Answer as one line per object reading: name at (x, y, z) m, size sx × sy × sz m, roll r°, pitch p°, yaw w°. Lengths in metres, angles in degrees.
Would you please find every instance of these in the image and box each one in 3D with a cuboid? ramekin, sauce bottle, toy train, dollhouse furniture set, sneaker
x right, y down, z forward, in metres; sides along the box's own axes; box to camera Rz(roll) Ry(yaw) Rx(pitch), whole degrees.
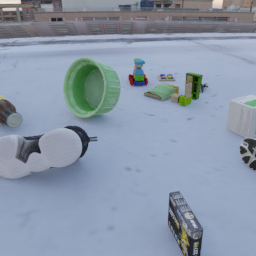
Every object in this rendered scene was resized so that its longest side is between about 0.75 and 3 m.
ramekin at (-1.241, -1.397, 9.905) m, size 2.055 × 2.055 × 1.004 m, roll 19°, pitch 15°, yaw 34°
sauce bottle at (-4.422, -0.636, 9.718) m, size 0.821 × 0.821 × 2.537 m, roll -20°, pitch 33°, yaw -35°
toy train at (0.465, -2.956, 14.045) m, size 0.877 × 1.198 × 2.071 m, roll -2°, pitch 26°, yaw -5°
dollhouse furniture set at (1.850, -1.791, 11.819) m, size 2.072 × 1.040 × 1.358 m, roll 21°, pitch 33°, yaw 36°
sneaker at (3.743, 0.851, 7.003) m, size 1.908 × 0.769 × 0.796 m, roll 30°, pitch 23°, yaw 32°
sneaker at (-2.111, 0.566, 7.106) m, size 2.735 × 1.032 × 1.556 m, roll -9°, pitch 1°, yaw 21°

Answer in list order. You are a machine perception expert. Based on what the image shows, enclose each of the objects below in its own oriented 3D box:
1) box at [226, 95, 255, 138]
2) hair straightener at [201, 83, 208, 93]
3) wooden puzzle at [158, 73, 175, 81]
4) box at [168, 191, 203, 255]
box at (3.875, -0.379, 8.878) m, size 1.056 × 1.062 × 0.910 m, roll -15°, pitch 28°, yaw -26°
hair straightener at (3.503, -1.887, 13.030) m, size 0.461 × 0.245 × 1.197 m, roll 8°, pitch 23°, yaw 15°
wooden puzzle at (2.000, -2.671, 14.596) m, size 0.848 × 0.212 × 0.916 m, roll 0°, pitch 26°, yaw 1°
box at (0.976, 1.712, 4.892) m, size 0.238 × 0.781 × 0.969 m, roll -6°, pitch 27°, yaw -12°
